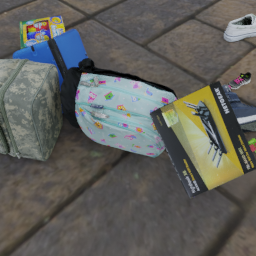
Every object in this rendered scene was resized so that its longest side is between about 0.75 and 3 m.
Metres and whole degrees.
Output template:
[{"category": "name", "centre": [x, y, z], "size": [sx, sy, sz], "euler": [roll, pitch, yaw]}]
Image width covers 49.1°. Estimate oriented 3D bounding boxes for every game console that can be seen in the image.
[{"category": "game console", "centre": [-2.159, -1.720, 8.867], "size": [1.878, 2.201, 1.302], "euler": [-18, 24, 5]}]

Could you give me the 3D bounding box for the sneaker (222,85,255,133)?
[{"category": "sneaker", "centre": [3.611, -0.663, 8.655], "size": [2.271, 0.863, 1.641], "euler": [-8, 54, -5]}]

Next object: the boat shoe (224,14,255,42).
[{"category": "boat shoe", "centre": [5.089, -4.307, 11.697], "size": [2.391, 0.798, 0.880], "euler": [-28, 56, -21]}]

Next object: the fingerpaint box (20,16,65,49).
[{"category": "fingerpaint box", "centre": [-3.306, -3.518, 11.080], "size": [1.721, 0.757, 2.063], "euler": [-11, 51, -9]}]

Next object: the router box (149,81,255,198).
[{"category": "router box", "centre": [1.657, 0.250, 6.278], "size": [1.653, 0.549, 2.103], "euler": [-26, 90, 3]}]

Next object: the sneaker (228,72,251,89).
[{"category": "sneaker", "centre": [3.919, -1.691, 9.784], "size": [0.991, 0.433, 0.365], "euler": [-22, 54, -17]}]

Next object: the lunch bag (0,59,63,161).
[{"category": "lunch bag", "centre": [-3.061, -0.472, 7.434], "size": [2.185, 2.605, 1.815], "euler": [12, 50, 3]}]

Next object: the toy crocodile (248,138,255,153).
[{"category": "toy crocodile", "centre": [3.566, 0.447, 7.578], "size": [0.350, 1.133, 0.382], "euler": [-28, 83, -31]}]

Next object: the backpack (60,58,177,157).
[{"category": "backpack", "centre": [-0.163, -0.420, 7.703], "size": [2.985, 2.491, 1.889], "euler": [15, 77, 10]}]
